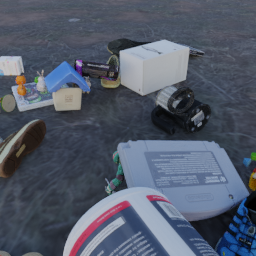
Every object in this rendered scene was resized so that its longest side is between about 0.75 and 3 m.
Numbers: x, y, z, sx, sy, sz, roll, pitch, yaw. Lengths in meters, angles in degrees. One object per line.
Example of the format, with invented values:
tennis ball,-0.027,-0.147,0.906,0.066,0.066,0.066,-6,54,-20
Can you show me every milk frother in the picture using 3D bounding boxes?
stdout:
milk frother,1.480,-0.813,8.590,1.517,1.681,1.581,-24,40,-25

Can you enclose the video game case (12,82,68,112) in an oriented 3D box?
video game case,-3.247,-1.336,10.635,1.993,0.233,1.812,-15,38,-22

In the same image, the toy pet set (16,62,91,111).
toy pet set,-2.530,-1.821,9.965,2.717,1.443,2.537,-5,36,-22

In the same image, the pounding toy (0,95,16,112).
pounding toy,-4.219,-0.833,9.482,0.354,0.589,0.763,5,14,22

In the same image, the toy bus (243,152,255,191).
toy bus,3.370,1.129,6.685,1.095,0.566,1.033,-1,39,7

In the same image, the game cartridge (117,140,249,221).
game cartridge,1.212,1.076,6.054,2.695,0.545,1.797,2,44,-23

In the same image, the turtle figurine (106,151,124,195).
turtle figurine,0.101,1.086,6.528,1.363,0.916,1.820,-27,49,-30

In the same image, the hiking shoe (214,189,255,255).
hiking shoe,2.150,1.929,5.187,0.777,0.906,2.090,18,38,25

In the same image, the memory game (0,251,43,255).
memory game,-2.133,3.133,4.049,3.003,0.191,3.003,0,34,0

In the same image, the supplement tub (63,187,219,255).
supplement tub,0.490,2.322,3.652,1.962,1.962,2.796,-18,37,-25

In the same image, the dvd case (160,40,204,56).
dvd case,2.725,-4.041,14.141,1.908,0.236,1.434,-1,29,-37

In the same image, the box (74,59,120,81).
box,-1.119,-2.068,10.111,1.596,0.288,1.141,8,-7,-8

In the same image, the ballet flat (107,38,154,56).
ballet flat,0.356,-3.946,14.231,2.916,0.969,0.828,8,-8,10

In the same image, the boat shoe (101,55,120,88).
boat shoe,-0.684,-2.353,11.717,0.805,0.695,2.208,3,34,5

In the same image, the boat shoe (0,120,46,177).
boat shoe,-3.052,0.414,7.590,0.778,0.777,2.103,5,34,18

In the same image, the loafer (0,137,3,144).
loafer,-4.027,0.215,7.705,1.606,0.505,0.577,2,35,38

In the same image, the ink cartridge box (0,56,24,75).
ink cartridge box,-5.109,-2.739,12.332,1.021,0.656,0.639,0,33,-2

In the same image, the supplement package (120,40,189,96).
supplement package,1.061,-2.491,11.259,2.459,1.443,1.438,-24,41,-31
